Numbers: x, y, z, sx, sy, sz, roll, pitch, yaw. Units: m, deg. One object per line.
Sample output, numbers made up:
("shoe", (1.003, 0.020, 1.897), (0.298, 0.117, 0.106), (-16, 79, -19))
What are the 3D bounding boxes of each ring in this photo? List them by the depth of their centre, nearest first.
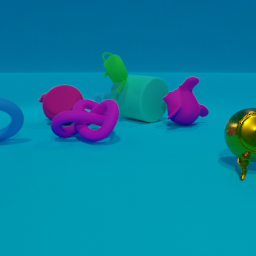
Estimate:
("ring", (-2.965, -0.158, 6.076), (1.339, 1.339, 0.268), (-6, 51, -24))

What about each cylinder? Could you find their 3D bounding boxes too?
("cylinder", (0.371, -0.982, 9.037), (1.396, 1.396, 1.396), (-12, 19, -43))

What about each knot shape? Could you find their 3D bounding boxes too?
("knot shape", (-0.902, -0.260, 6.812), (1.679, 0.776, 1.571), (-7, 19, 16))

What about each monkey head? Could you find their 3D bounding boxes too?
("monkey head", (1.721, -0.737, 8.113), (1.812, 1.304, 1.092), (-5, 57, -41))

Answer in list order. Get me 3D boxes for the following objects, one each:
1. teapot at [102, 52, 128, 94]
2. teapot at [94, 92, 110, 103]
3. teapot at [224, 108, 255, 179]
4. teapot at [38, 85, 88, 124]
("teapot", (-0.393, -1.671, 8.327), (0.676, 1.381, 0.859), (-27, -11, 2))
("teapot", (-0.971, -1.130, 10.967), (0.704, 0.554, 1.132), (-6, 1, -1))
("teapot", (2.026, 0.136, 4.501), (0.896, 1.442, 0.706), (21, -3, 10))
("teapot", (-1.974, -0.664, 8.507), (1.988, 1.236, 0.974), (21, -19, 12))
